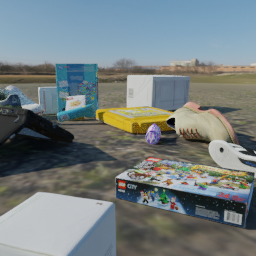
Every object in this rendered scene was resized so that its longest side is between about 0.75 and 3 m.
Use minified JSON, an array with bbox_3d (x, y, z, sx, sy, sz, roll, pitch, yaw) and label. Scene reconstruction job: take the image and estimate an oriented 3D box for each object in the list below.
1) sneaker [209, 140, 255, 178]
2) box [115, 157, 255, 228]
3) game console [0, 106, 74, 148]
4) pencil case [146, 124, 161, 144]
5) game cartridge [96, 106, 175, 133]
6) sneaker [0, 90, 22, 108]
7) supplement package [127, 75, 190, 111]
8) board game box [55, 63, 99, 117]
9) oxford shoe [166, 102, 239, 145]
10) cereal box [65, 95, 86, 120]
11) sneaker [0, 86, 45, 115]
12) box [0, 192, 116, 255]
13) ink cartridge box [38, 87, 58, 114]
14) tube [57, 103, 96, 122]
[{"bbox_3d":[2.106,0.540,5.020,0.692,0.452,1.236,-3,19,-30],"label":"sneaker"},{"bbox_3d":[0.817,0.790,3.904,1.662,0.313,1.135,6,13,27],"label":"box"},{"bbox_3d":[-3.071,0.358,6.251,2.749,1.600,2.418,7,-17,30],"label":"game console"},{"bbox_3d":[0.647,0.146,7.041,0.364,0.371,0.868,3,12,7],"label":"pencil case"},{"bbox_3d":[0.505,-0.336,9.284,2.312,0.425,2.623,-6,12,-30],"label":"game cartridge"},{"bbox_3d":[-4.472,-0.792,9.882,2.448,1.099,0.821,9,14,39],"label":"sneaker"},{"bbox_3d":[1.449,-1.639,12.948,2.774,1.578,1.519,-9,16,-44],"label":"supplement package"},{"bbox_3d":[-1.937,-1.450,10.801,1.535,2.034,0.477,1,13,4],"label":"board game box"},{"bbox_3d":[1.744,0.059,6.911,0.945,0.906,2.559,-28,17,-5],"label":"oxford shoe"},{"bbox_3d":[-1.918,-0.749,10.275,0.712,0.990,0.196,-5,-32,3],"label":"cereal box"},{"bbox_3d":[-4.218,-0.982,10.631,2.419,1.205,0.906,7,12,25],"label":"sneaker"},{"bbox_3d":[-0.566,0.966,2.097,0.775,0.664,0.771,4,12,19],"label":"box"},{"bbox_3d":[-2.974,-1.184,11.852,1.537,1.111,0.650,-5,12,-22],"label":"ink cartridge box"},{"bbox_3d":[-1.706,-0.498,9.371,1.269,0.491,0.320,-14,58,-7],"label":"tube"}]
